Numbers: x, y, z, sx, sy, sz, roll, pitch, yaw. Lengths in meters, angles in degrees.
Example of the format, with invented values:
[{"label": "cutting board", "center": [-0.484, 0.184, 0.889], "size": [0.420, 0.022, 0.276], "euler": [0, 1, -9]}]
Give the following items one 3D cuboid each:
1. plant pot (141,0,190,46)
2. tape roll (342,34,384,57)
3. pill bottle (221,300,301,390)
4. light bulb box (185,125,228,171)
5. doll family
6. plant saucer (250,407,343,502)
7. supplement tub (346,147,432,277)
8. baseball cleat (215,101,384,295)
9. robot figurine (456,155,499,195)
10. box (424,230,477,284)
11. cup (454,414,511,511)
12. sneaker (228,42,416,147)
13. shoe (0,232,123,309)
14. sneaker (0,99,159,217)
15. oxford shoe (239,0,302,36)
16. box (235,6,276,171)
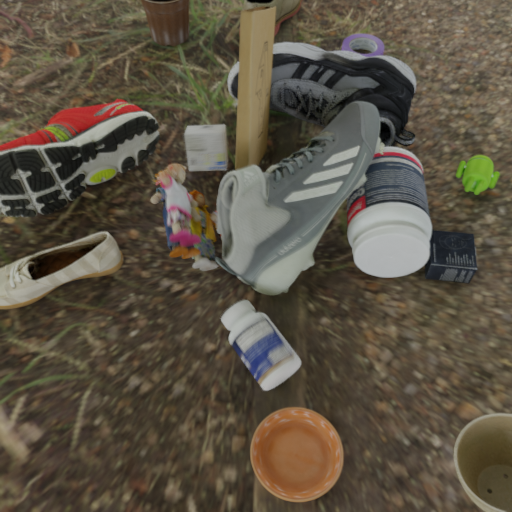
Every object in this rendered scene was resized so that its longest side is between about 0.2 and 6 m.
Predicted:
[{"label": "plant pot", "center": [-1.933, -5.281, 12.173], "size": [1.138, 1.126, 1.138], "euler": [0, 54, 0]}, {"label": "tape roll", "center": [2.286, -4.402, 12.053], "size": [0.887, 0.291, 0.887], "euler": [0, 54, 1]}, {"label": "pill bottle", "center": [0.033, 1.201, 7.705], "size": [0.645, 0.645, 1.162], "euler": [-30, 67, -20]}, {"label": "light bulb box", "center": [-0.845, -1.859, 9.653], "size": [0.677, 0.683, 0.426], "euler": [-1, 32, 3]}, {"label": "doll family", "center": [-1.052, -0.598, 8.496], "size": [1.006, 2.232, 1.385], "euler": [-20, 68, 22]}, {"label": "plant saucer", "center": [0.511, 2.519, 7.114], "size": [1.167, 0.218, 1.167], "euler": [1, 54, -1]}, {"label": "supplement tub", "center": [2.053, -0.700, 8.782], "size": [1.256, 1.256, 1.789], "euler": [3, 54, 2]}, {"label": "baseball cleat", "center": [0.603, -1.161, 8.337], "size": [1.847, 1.210, 3.470], "euler": [33, 77, -26]}, {"label": "robot figurine", "center": [3.890, -1.441, 9.820], "size": [0.692, 0.456, 0.789], "euler": [19, 56, 13]}, {"label": "box", "center": [3.031, 0.007, 8.784], "size": [0.692, 0.436, 0.704], "euler": [7, 55, 5]}, {"label": "cup", "center": [2.940, 2.601, 6.588], "size": [1.185, 0.848, 1.185], "euler": [-9, 44, 9]}, {"label": "sneaker", "center": [1.184, -2.728, 10.188], "size": [3.550, 1.340, 2.020], "euler": [4, 54, 2]}, {"label": "shoe", "center": [-3.195, 0.165, 8.569], "size": [2.240, 0.598, 0.783], "euler": [-19, 56, -13]}, {"label": "sneaker", "center": [-3.407, -1.807, 9.742], "size": [3.466, 1.335, 1.472], "euler": [-27, 51, -29]}, {"label": "oxford shoe", "center": [0.445, -5.960, 12.706], "size": [0.980, 1.040, 2.781], "euler": [16, 56, 11]}, {"label": "box", "center": [-0.007, -2.672, 9.074], "size": [0.263, 2.473, 2.021], "euler": [7, 27, 7]}]
